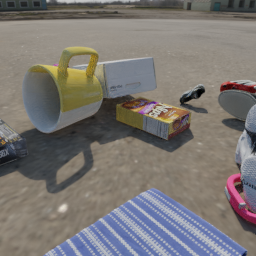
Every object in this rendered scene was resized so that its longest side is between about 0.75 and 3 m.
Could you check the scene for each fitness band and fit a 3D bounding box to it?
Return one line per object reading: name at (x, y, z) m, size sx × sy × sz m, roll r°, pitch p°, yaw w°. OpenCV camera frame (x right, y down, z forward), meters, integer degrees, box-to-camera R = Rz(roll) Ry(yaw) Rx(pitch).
fitness band at (2.549, 1.367, 5.564) m, size 1.035 × 0.270 × 1.442 m, roll -1°, pitch 23°, yaw -1°

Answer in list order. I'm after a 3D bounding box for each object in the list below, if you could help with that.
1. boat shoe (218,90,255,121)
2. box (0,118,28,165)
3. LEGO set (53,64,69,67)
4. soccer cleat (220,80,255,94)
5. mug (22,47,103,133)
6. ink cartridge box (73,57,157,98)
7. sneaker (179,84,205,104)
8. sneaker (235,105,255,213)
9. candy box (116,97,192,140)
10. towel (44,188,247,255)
boat shoe at (4.328, -0.597, 9.082) m, size 2.761 × 0.923 × 0.787 m, roll 21°, pitch 20°, yaw 28°
box at (-3.879, 0.384, 7.329) m, size 1.673 × 0.528 × 2.121 m, roll -22°, pitch 34°, yaw -38°
LEGO set at (-3.544, -2.121, 12.263) m, size 0.886 × 0.824 × 2.159 m, roll 10°, pitch 34°, yaw 26°
soccer cleat at (4.841, -1.453, 10.822) m, size 2.476 × 0.850 × 1.055 m, roll 12°, pitch 30°, yaw 32°
mug at (-1.715, -1.075, 8.662) m, size 2.484 × 1.989 × 2.039 m, roll -21°, pitch -3°, yaw 42°
ink cartridge box at (-0.587, -1.944, 10.674) m, size 2.103 × 1.187 × 2.865 m, roll -15°, pitch 16°, yaw -29°
sneaker at (2.403, -1.215, 10.393) m, size 1.070 × 0.355 × 0.484 m, roll -32°, pitch 29°, yaw 13°
sneaker at (2.896, 0.788, 6.139) m, size 0.925 × 1.415 × 2.463 m, roll 7°, pitch 61°, yaw 16°
candy box at (0.781, -0.381, 8.865) m, size 2.094 × 0.591 × 1.222 m, roll 23°, pitch 33°, yaw 36°
towel at (-0.021, 2.023, 3.906) m, size 2.865 × 0.342 × 2.074 m, roll -25°, pitch 33°, yaw -30°
